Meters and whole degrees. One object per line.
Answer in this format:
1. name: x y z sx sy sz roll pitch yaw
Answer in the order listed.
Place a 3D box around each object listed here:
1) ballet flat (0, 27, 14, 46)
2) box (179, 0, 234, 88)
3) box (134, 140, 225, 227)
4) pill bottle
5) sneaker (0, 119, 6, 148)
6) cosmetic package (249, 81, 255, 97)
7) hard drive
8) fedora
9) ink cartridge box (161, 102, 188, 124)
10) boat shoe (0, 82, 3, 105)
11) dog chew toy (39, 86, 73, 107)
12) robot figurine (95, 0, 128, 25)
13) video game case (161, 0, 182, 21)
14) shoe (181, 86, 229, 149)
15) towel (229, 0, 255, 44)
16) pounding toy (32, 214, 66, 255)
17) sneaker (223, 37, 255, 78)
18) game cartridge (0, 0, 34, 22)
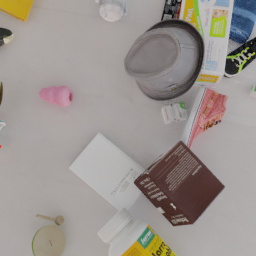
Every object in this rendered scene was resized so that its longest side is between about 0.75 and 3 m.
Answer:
1. ballet flat: -5.598 -2.936 10.100 2.983 0.847 0.991 -20 50 -9
2. box: 2.443 -2.976 9.358 1.630 1.469 2.898 8 84 9
3. box: 1.445 1.666 8.296 1.516 1.532 1.846 -40 82 -25
4. pill bottle: 0.380 3.638 8.076 1.471 1.471 2.609 -42 80 -9
5. sneaker: -4.848 0.698 9.044 1.182 0.890 2.529 15 75 9
6. cosmetic package: 4.732 -1.258 9.778 0.846 0.359 0.455 19 76 6
7. hard drive: -0.545 1.464 9.172 2.328 0.306 1.535 38 80 8
8. fedora: 0.877 -2.104 8.656 2.868 1.295 2.537 -4 93 40
9. ink cartridge box: 1.592 -0.512 9.620 0.776 0.326 0.567 -12 77 -3
10. boat shoe: -4.461 -0.774 8.962 0.589 0.657 1.776 9 59 -11
11. dog chew toy: -2.494 -1.127 9.601 1.154 0.718 0.718 8 77 9
12. robot figurine: -0.579 -4.624 10.269 1.365 0.909 1.609 11 75 -30
13. video game case: 2.020 -4.223 10.542 1.448 0.204 1.602 13 76 3
14. shoe: 2.537 -0.223 9.284 1.080 0.848 2.373 20 74 9
15. towel: 4.209 -4.249 10.381 1.206 0.524 2.160 24 78 5
16. pounding toy: -2.493 3.371 8.537 1.040 0.625 1.348 17 59 -35
17. sneaker: 4.155 -2.677 9.807 2.246 0.930 0.805 -38 80 -8
18. game cartridge: -4.259 -5.216 10.208 1.811 0.333 2.054 21 82 -23
